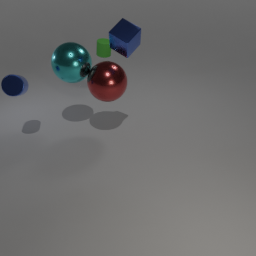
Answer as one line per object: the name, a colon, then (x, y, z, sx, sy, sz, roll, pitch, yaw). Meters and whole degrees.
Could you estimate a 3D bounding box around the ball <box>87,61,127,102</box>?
ball: (-0.717, -1.609, 9.727, 1.400, 1.400, 1.400, 0, 32, 0)

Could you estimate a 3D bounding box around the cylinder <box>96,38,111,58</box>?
cylinder: (-1.143, -3.807, 13.322, 0.700, 0.700, 0.700, 5, 38, -4)

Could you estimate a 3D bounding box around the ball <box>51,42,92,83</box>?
ball: (-1.961, -2.268, 9.764, 1.400, 1.400, 1.400, 0, 32, 0)

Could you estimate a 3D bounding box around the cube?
cube: (-0.087, -2.692, 8.416, 0.700, 0.700, 0.700, 34, 71, 14)

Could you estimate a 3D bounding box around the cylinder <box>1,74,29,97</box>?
cylinder: (-3.696, -1.396, 9.190, 0.700, 0.700, 0.700, -4, 10, -7)
